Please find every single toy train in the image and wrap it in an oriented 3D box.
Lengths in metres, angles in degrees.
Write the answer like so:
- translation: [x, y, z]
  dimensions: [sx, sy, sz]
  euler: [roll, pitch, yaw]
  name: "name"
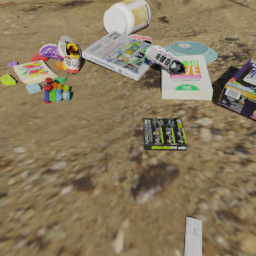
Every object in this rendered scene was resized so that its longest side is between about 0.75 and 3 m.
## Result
- translation: [-2.278, -1.322, 9.098]
  dimensions: [0.805, 0.589, 1.391]
  euler: [4, 36, -12]
  name: "toy train"

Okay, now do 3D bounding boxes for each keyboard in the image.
- translation: [1.164, 2.053, 4.976]
  dimensions: [0.295, 0.056, 1.049]
  euler: [7, 38, 10]
  name: "keyboard"

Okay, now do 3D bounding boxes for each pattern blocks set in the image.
- translation: [-3.463, -2.096, 10.363]
  dimensions: [2.734, 0.222, 2.403]
  euler: [31, 47, 34]
  name: "pattern blocks set"

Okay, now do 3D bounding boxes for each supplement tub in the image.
- translation: [-0.038, -5.378, 13.639]
  dimensions: [1.525, 1.525, 2.112]
  euler: [24, 43, 28]
  name: "supplement tub"

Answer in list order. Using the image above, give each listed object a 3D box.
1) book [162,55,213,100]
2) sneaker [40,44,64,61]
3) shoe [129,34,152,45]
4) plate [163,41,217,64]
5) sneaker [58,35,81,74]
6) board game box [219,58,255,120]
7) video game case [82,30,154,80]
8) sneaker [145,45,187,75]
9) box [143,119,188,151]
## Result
- translation: [1.953, -1.759, 9.736]
  dimensions: [1.585, 0.570, 2.373]
  euler: [1, 40, 5]
  name: "book"
- translation: [-2.802, -2.976, 11.197]
  dimensions: [1.395, 0.562, 0.582]
  euler: [-1, 47, -19]
  name: "sneaker"
- translation: [0.508, -3.915, 12.605]
  dimensions: [1.207, 0.431, 0.549]
  euler: [2, 33, -3]
  name: "shoe"
- translation: [2.576, -3.280, 11.876]
  dimensions: [2.392, 0.306, 2.392]
  euler: [-1, 38, 1]
  name: "plate"
- translation: [-2.150, -2.971, 10.681]
  dimensions: [0.775, 0.818, 1.992]
  euler: [-3, 49, -27]
  name: "sneaker"
- translation: [4.368, -0.901, 8.124]
  dimensions: [2.697, 0.765, 2.229]
  euler: [30, 45, 24]
  name: "board game box"
- translation: [-0.138, -2.951, 11.040]
  dimensions: [2.355, 0.284, 2.584]
  euler: [25, 43, 12]
  name: "video game case"
- translation: [1.320, -2.127, 9.012]
  dimensions: [1.471, 0.572, 1.029]
  euler: [11, 30, -31]
  name: "sneaker"
- translation: [0.940, 0.157, 7.337]
  dimensions: [1.080, 0.266, 1.118]
  euler: [2, 36, -1]
  name: "box"
